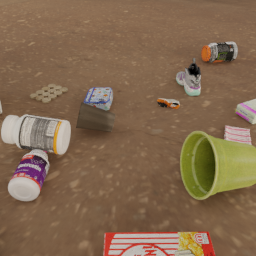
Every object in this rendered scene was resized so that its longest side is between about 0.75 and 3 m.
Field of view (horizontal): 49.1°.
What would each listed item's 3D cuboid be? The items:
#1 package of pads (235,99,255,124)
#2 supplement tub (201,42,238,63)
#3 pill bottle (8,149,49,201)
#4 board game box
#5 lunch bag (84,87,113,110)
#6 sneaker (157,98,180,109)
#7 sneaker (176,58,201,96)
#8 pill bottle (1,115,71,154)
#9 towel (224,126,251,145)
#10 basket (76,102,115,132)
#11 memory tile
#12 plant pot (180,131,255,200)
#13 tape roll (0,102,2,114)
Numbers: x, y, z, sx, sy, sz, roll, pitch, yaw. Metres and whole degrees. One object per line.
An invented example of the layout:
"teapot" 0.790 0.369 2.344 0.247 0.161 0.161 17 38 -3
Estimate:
"package of pads" 4.430 -0.606 9.771 1.124 0.383 0.868 -16 39 -23
"supplement tub" 4.473 -3.717 13.769 1.539 0.943 0.943 -6 35 -10
"pill bottle" -2.410 1.122 6.968 0.727 0.727 1.292 1 35 1
"board game box" 0.570 2.652 4.962 2.057 0.476 1.558 -1 35 -1
"lunch bag" -1.108 -1.085 10.397 1.012 0.477 1.263 2 34 6
"sneaker" 1.502 -0.940 10.370 0.845 0.320 0.388 16 30 9
"sneaker" 2.516 -2.255 11.348 0.716 1.289 1.843 -8 36 -12
"pill bottle" -2.480 0.146 7.661 1.650 0.960 0.960 8 35 3
"towel" 3.415 0.258 8.716 0.784 0.160 1.071 10 36 13
"basket" -0.996 -0.276 8.739 1.099 0.991 0.747 13 57 -10
"memory tile" -3.137 -1.385 11.138 1.016 0.111 1.326 18 39 25
"plant pot" 2.303 0.884 6.785 1.481 1.611 1.611 2 33 -17
"tape roll" -5.364 -1.508 9.205 1.726 2.514 2.514 -14 37 -19
